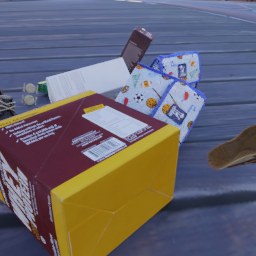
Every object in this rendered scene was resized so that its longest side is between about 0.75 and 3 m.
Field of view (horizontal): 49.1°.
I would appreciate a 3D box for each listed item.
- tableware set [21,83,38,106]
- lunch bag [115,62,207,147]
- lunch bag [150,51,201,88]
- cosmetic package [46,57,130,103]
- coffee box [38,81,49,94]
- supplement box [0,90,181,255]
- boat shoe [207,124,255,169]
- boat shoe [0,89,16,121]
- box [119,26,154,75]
[{"bbox_3d":[-3.404,-1.156,9.697,0.504,0.762,0.153,10,-15,-31],"label":"tableware set"},{"bbox_3d":[0.756,-0.496,7.260,2.035,1.260,1.730,30,82,20],"label":"lunch bag"},{"bbox_3d":[1.432,-1.534,8.976,1.544,1.816,1.124,-14,47,-23],"label":"lunch bag"},{"bbox_3d":[-1.151,-1.162,8.573,2.379,1.280,1.009,-20,76,-19],"label":"cosmetic package"},{"bbox_3d":[-2.400,-1.462,10.376,1.631,0.359,1.003,15,26,23],"label":"coffee box"},{"bbox_3d":[-0.855,0.727,5.332,2.574,1.709,2.539,26,39,37],"label":"supplement box"},{"bbox_3d":[2.519,0.425,5.766,0.623,1.730,0.624,27,39,-45],"label":"boat shoe"},{"bbox_3d":[-3.490,-0.516,7.431,2.353,0.863,0.876,47,20,14],"label":"boat shoe"},{"bbox_3d":[0.115,-2.664,10.662,0.817,2.181,1.092,28,27,-3],"label":"box"}]
